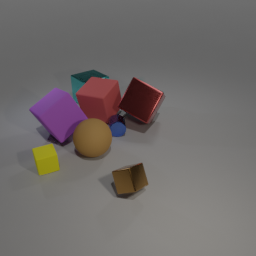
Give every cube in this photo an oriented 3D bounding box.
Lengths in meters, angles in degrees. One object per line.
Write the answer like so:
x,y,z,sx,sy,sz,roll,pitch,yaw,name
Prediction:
-1.876,-1.965,14.057,1.400,1.400,1.400,-23,37,-33,cube
0.067,1.491,8.309,0.700,0.700,0.700,-17,-3,38,cube
-2.789,1.068,9.519,0.700,0.700,0.700,-15,36,-22,cube
0.603,-1.109,11.763,1.400,1.400,1.400,29,5,9,cube
-2.713,-0.531,10.948,1.400,1.400,1.400,-44,34,-15,cube
-1.235,-1.258,12.455,1.400,1.400,1.400,12,46,24,cube

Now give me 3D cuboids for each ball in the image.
-1.276,0.352,10.100,1.400,1.400,1.400,0,30,0,ball

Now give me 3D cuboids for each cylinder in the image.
-0.449,-0.100,11.560,0.700,0.700,0.700,-3,30,-4,cylinder
